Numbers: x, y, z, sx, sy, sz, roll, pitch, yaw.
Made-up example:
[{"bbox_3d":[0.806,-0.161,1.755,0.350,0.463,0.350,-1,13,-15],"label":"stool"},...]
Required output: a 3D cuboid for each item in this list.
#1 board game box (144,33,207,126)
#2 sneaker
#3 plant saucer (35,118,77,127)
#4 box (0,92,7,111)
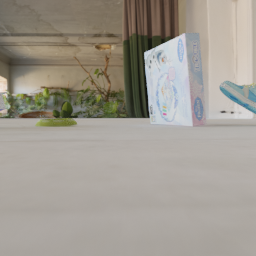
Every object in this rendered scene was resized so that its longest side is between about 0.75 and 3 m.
[{"bbox_3d":[1.547,-1.523,9.822,0.617,2.844,2.830,-8,6,-21],"label":"board game box"},{"bbox_3d":[4.219,-1.372,9.453,2.126,1.388,0.845,28,7,-13],"label":"sneaker"},{"bbox_3d":[-2.367,-0.197,9.277,1.374,0.213,1.374,-1,5,0],"label":"plant saucer"},{"bbox_3d":[-4.332,-0.501,7.121,1.437,0.561,2.356,-15,2,17],"label":"box"}]
